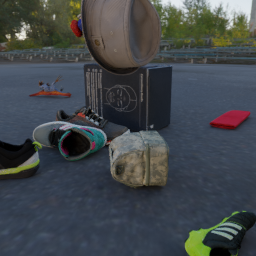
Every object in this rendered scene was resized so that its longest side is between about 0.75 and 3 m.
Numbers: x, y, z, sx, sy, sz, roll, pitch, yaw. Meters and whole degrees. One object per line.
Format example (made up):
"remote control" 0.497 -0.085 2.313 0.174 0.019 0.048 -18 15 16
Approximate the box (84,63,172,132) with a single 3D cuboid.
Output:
"box" -0.041 -1.199 10.020 2.874 2.133 1.538 13 21 37

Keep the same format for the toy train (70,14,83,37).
"toy train" -0.928 -2.898 8.624 1.056 1.444 2.495 -31 26 6

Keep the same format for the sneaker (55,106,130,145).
"sneaker" -1.153 -0.123 8.354 2.468 1.011 0.951 4 17 14

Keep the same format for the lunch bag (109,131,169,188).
"lunch bag" 0.176 0.618 5.913 1.142 0.949 1.361 1 16 -5

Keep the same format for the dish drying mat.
"dish drying mat" 3.908 -0.340 10.577 0.906 0.215 2.360 10 20 33

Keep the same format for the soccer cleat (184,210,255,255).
"soccer cleat" 1.382 1.535 3.872 1.308 0.442 0.530 -11 36 -28

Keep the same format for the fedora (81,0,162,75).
"fedora" 0.034 -1.968 5.468 1.726 1.951 0.881 -22 27 -33

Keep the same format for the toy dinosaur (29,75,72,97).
"toy dinosaur" -4.172 -1.991 15.829 1.891 2.083 1.094 39 1 28

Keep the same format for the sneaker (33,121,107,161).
"sneaker" -1.675 0.324 7.257 2.046 0.856 1.236 3 7 7

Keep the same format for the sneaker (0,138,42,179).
"sneaker" -2.994 0.601 6.050 2.191 0.907 0.786 -5 17 -15
